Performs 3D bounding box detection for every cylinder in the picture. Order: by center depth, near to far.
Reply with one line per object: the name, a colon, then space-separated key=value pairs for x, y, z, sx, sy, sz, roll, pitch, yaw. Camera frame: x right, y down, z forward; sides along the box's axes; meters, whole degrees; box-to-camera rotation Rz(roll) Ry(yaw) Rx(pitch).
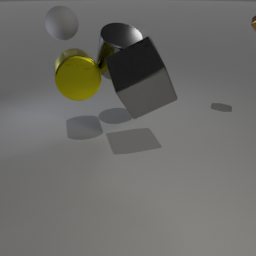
cylinder: x=-1.644 y=-1.748 z=9.027 sx=1.400 sy=1.400 sz=1.400 roll=-6 pitch=26 yaw=-12
cylinder: x=-0.321 y=-2.569 z=9.498 sx=1.400 sy=1.400 sz=1.400 roll=7 pitch=52 yaw=-9

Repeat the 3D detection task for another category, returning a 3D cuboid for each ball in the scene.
ball: x=-2.838 y=-4.499 z=12.039 sx=1.400 sy=1.400 sz=1.400 roll=0 pitch=28 yaw=0

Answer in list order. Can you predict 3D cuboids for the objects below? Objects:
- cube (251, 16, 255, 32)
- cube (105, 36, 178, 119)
cube: x=4.686 y=-3.548 z=9.464 sx=0.700 sy=0.700 sz=0.700 roll=-29 pitch=20 yaw=42
cube: x=0.377 y=-1.372 z=7.846 sx=1.400 sy=1.400 sz=1.400 roll=-24 pitch=55 yaw=9
